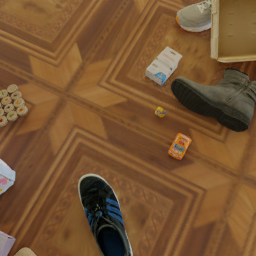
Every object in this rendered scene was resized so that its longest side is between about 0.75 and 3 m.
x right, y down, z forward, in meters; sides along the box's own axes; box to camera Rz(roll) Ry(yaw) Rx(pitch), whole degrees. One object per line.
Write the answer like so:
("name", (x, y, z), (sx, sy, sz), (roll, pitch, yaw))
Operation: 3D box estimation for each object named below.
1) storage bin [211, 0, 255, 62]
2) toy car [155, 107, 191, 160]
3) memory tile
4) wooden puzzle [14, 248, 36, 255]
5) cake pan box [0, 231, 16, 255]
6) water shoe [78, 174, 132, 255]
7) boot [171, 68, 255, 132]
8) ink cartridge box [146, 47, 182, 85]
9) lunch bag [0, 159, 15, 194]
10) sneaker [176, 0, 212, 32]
("storage bin", (3.831, -3.298, 8.807), (2.191, 1.034, 2.207), (-5, 108, -3))
("toy car", (1.208, 0.123, 8.376), (0.812, 0.551, 1.655), (-40, 75, -14))
("memory tile", (-3.766, -0.733, 8.769), (1.027, 0.113, 1.340), (-29, 60, -8))
("wooden puzzle", (-2.675, 4.434, 6.875), (1.963, 0.395, 2.122), (40, 70, 14))
("cake pan box", (-4.149, 3.298, 7.034), (2.058, 0.538, 1.895), (17, 69, 14))
("water shoe", (-0.563, 2.341, 7.260), (0.960, 1.060, 2.685), (-24, 71, -9))
("boot", (2.829, -1.204, 8.794), (2.736, 0.926, 1.787), (30, 67, 3))
("ink cartridge box", (1.197, -2.060, 9.277), (0.673, 0.394, 1.161), (37, 74, 13))
("lunch bag", (-4.529, 0.974, 7.127), (2.711, 2.299, 1.724), (-1, 68, 2))
("sneaker", (3.073, -4.284, 9.611), (2.925, 1.345, 1.107), (-15, 69, -5))
